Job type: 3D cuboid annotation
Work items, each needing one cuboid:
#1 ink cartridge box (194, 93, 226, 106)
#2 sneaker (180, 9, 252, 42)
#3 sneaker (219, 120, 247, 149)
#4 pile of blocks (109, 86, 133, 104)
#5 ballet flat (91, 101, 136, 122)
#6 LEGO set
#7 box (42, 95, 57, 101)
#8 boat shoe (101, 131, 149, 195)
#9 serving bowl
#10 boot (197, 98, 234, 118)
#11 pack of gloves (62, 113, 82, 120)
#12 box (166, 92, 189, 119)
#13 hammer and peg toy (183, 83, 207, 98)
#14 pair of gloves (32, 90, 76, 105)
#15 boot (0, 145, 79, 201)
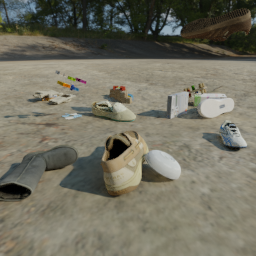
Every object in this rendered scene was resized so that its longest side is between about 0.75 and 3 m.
[{"bbox_3d":[4.303,-1.478,14.748,1.599,0.538,0.936,2,18,12],"label":"ink cartridge box"},{"bbox_3d":[3.304,-3.638,10.619,2.562,0.968,0.902,-6,45,25],"label":"sneaker"},{"bbox_3d":[3.468,0.218,9.347,0.631,0.636,1.755,1,19,1],"label":"sneaker"},{"bbox_3d":[-0.243,-2.072,16.178,1.077,0.816,2.625,-7,20,-22],"label":"pile of blocks"},{"bbox_3d":[-0.696,-0.799,12.277,2.279,0.792,0.792,10,20,31],"label":"ballet flat"},{"bbox_3d":[-2.473,-1.887,11.356,0.619,0.575,1.508,23,6,32],"label":"LEGO set"},{"bbox_3d":[-4.492,-1.721,16.098,1.040,0.216,0.619,-6,19,-11],"label":"box"},{"bbox_3d":[-0.083,0.557,7.316,1.048,0.948,2.939,-17,17,9],"label":"boat shoe"},{"bbox_3d":[0.935,0.859,7.095,1.012,0.333,1.012,28,16,-9],"label":"serving bowl"},{"bbox_3d":[3.761,-0.956,12.952,2.390,0.869,1.080,-7,8,-36],"label":"boot"},{"bbox_3d":[-2.530,-0.588,12.623,0.809,0.160,0.680,-16,23,-40],"label":"pack of gloves"},{"bbox_3d":[2.240,-1.043,12.614,0.272,1.028,1.319,19,26,42],"label":"box"},{"bbox_3d":[3.470,-1.990,15.492,1.673,0.590,1.230,-16,3,25],"label":"hammer and peg toy"},{"bbox_3d":[-4.154,-1.824,15.707,2.015,0.353,1.713,18,22,25],"label":"pair of gloves"},{"bbox_3d":[-2.116,1.027,6.759,1.650,0.658,1.815,-14,11,2],"label":"boot"}]
